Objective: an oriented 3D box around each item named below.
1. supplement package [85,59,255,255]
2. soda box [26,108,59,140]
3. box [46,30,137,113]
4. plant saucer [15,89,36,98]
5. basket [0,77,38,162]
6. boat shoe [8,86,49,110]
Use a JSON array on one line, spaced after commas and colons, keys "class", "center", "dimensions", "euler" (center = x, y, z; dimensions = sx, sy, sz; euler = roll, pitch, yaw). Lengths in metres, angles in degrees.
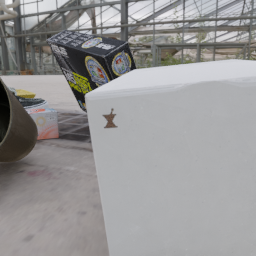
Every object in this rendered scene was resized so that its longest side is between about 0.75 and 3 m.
[{"class": "supplement package", "center": [0.745, 0.135, 3.193], "dimensions": [1.647, 1.627, 2.717], "euler": [-4, 14, 10]}, {"class": "soda box", "center": [-2.697, -0.052, 6.618], "dimensions": [2.010, 0.687, 0.639], "euler": [-6, 14, -26]}, {"class": "box", "center": [-0.693, -1.071, 6.722], "dimensions": [0.622, 2.251, 2.810], "euler": [-38, 40, -20]}, {"class": "plant saucer", "center": [-5.402, -1.156, 11.597], "dimensions": [2.596, 0.629, 2.596], "euler": [-9, 16, -31]}, {"class": "basket", "center": [-2.176, -0.074, 4.416], "dimensions": [1.236, 1.638, 1.817], "euler": [-37, -12, -10]}, {"class": "boat shoe", "center": [-4.244, -0.943, 9.766], "dimensions": [2.971, 1.015, 1.097], "euler": [-8, 15, -31]}]
